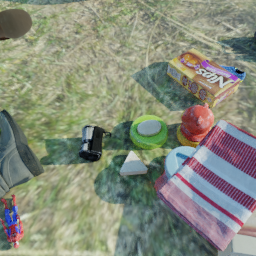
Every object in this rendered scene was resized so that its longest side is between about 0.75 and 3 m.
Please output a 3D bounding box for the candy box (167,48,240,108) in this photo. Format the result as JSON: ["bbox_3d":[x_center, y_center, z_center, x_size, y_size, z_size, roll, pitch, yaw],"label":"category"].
[{"bbox_3d":[2.380,-1.654,9.025,1.184,0.573,2.029,-32,58,-21],"label":"candy box"}]

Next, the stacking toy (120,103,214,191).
[{"bbox_3d":[1.065,0.358,7.196,2.305,1.076,2.547,12,54,8],"label":"stacking toy"}]

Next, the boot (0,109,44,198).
[{"bbox_3d":[-3.372,0.657,7.184,1.619,0.839,2.479,-31,57,-15],"label":"boot"}]

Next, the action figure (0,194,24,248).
[{"bbox_3d":[-2.637,2.130,6.370,0.403,0.318,1.232,-18,58,-16],"label":"action figure"}]

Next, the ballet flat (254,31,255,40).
[{"bbox_3d":[5.518,-3.006,9.895,0.831,0.831,2.273,-35,61,-23],"label":"ballet flat"}]

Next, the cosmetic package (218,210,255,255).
[{"bbox_3d":[2.658,1.752,6.180,1.208,1.020,2.337,6,53,5],"label":"cosmetic package"}]

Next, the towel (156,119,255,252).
[{"bbox_3d":[1.636,0.861,4.898,2.005,0.228,1.444,-47,54,-10],"label":"towel"}]

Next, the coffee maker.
[{"bbox_3d":[-0.864,0.411,7.473,0.821,0.576,0.855,0,54,-1],"label":"coffee maker"}]

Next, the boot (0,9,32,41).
[{"bbox_3d":[-3.240,-2.114,6.071,1.810,0.581,1.687,10,36,35],"label":"boot"}]

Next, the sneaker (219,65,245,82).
[{"bbox_3d":[3.350,-1.933,9.322,1.138,0.446,0.375,29,60,22],"label":"sneaker"}]
